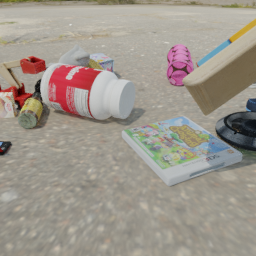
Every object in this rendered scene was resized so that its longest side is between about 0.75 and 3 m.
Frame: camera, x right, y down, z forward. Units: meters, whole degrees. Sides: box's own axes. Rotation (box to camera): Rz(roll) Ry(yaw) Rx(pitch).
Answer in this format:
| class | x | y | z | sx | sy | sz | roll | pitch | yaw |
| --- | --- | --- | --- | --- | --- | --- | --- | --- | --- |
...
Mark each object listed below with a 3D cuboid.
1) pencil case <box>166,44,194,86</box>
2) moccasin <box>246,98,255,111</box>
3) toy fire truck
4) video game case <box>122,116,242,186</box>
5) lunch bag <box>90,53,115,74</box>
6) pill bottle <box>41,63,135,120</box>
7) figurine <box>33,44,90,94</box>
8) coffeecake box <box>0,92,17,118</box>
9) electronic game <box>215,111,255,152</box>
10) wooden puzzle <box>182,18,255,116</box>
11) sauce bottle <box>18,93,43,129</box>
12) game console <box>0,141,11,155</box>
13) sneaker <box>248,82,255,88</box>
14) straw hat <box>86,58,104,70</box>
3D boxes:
| class | x | y | z | sx | sy | sz | roll | pitch | yaw |
| --- | --- | --- | --- | --- | --- | --- | --- | --- | --- |
| pencil case | 2.248 | -2.791 | 12.464 | 1.230 | 1.270 | 2.710 | 44 | 26 | -14 |
| moccasin | 5.282 | -0.793 | 8.940 | 2.780 | 0.948 | 1.119 | 6 | 29 | 12 |
| toy fire truck | -3.963 | -1.576 | 9.532 | 2.505 | 1.766 | 0.611 | 9 | 29 | 15 |
| video game case | 1.314 | 0.444 | 7.378 | 2.186 | 0.265 | 2.401 | -13 | 31 | -23 |
| lunch bag | -1.590 | -2.679 | 12.338 | 1.678 | 1.067 | 1.423 | -16 | 32 | -19 |
| pill bottle | -1.243 | -1.129 | 8.920 | 2.744 | 1.540 | 1.540 | 13 | 31 | 21 |
| figurine | -2.569 | -2.040 | 10.456 | 1.970 | 0.869 | 2.019 | -44 | 8 | -37 |
| coffeecake box | -4.183 | -0.717 | 9.000 | 0.994 | 0.763 | 0.363 | -4 | 29 | -7 |
| electronic game | 3.620 | 0.073 | 7.831 | 2.258 | 0.470 | 2.258 | -2 | 25 | 1 |
| wooden puzzle | 2.328 | -1.352 | 5.228 | 0.536 | 2.663 | 2.879 | 58 | 14 | 16 |
| sauce bottle | -3.068 | -0.629 | 9.037 | 0.601 | 0.601 | 1.856 | -3 | 27 | -6 |
| game console | -3.656 | 0.378 | 7.169 | 0.987 | 0.586 | 0.851 | 1 | 29 | 0 |
| sneaker | 4.606 | -2.353 | 12.006 | 2.046 | 0.813 | 0.803 | 23 | 37 | 38 |
| straw hat | -1.751 | -1.914 | 11.144 | 1.806 | 1.806 | 0.764 | -31 | -1 | -43 |
